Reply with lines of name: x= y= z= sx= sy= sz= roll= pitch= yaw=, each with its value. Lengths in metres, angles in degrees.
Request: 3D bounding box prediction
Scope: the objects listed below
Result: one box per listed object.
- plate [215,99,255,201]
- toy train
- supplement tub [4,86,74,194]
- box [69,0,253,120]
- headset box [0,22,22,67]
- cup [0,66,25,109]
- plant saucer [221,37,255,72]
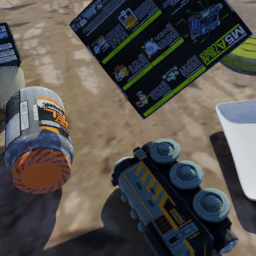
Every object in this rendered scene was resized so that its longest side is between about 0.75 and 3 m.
plate: x=3.716 y=0.356 z=6.369 sx=2.888 sy=0.467 sz=2.882 roll=-6 pitch=45 yaw=6
toy train: x=0.726 y=1.301 z=5.198 sx=1.494 sy=1.117 sz=2.622 roll=-27 pitch=48 yaw=-14
supplement tub: x=-1.949 y=0.213 z=6.111 sx=1.375 sy=1.375 sz=2.244 roll=-12 pitch=44 yaw=-13
box: x=0.559 y=-1.869 z=5.414 sx=2.448 sy=2.535 sz=0.602 roll=50 pitch=14 yaw=-2
headset box: x=-4.340 y=-2.000 z=8.092 sx=2.079 sy=1.108 sz=2.388 roll=-21 pitch=11 yaw=-21
cup: x=-3.382 y=-1.052 z=7.773 sx=1.220 sy=1.220 sz=0.872 roll=-21 pitch=85 yaw=-22
plant saucer: x=4.408 y=-2.821 z=10.244 sx=2.360 sy=0.367 sz=2.360 roll=0 pitch=43 yaw=0
